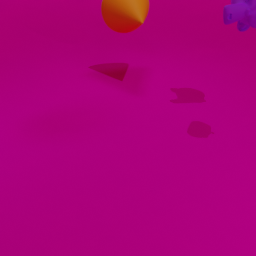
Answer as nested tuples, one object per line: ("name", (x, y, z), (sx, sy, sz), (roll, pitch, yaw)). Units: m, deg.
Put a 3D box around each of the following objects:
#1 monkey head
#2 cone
("monkey head", (2.686, -2.881, 6.497), (1.247, 1.733, 1.044), (-16, 41, 3))
("cone", (0.172, -3.532, 8.754), (1.679, 1.679, 1.686), (-10, 39, -15))
